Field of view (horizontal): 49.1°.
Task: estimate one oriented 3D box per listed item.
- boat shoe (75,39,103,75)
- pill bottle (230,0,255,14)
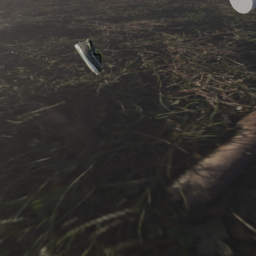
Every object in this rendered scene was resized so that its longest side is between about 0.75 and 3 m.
[{"bbox_3d":[-1.030,-2.067,7.932,0.515,0.616,1.723,-34,43,-1],"label":"boat shoe"},{"bbox_3d":[3.184,-3.409,6.575,1.537,0.920,0.920,-38,41,-10],"label":"pill bottle"}]
